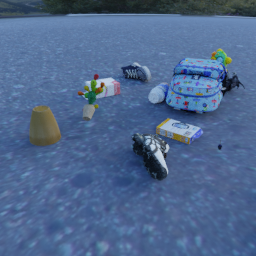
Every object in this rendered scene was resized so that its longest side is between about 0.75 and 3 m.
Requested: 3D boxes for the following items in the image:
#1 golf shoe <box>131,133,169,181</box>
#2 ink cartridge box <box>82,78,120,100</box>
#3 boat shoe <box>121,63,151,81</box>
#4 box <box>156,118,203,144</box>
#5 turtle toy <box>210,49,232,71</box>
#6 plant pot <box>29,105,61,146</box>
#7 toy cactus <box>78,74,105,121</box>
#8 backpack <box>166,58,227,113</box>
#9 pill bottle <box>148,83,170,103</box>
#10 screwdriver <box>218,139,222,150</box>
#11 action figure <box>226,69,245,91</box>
[{"bbox_3d":[0.868,0.712,8.403,1.036,0.853,2.193,-8,30,-15],"label":"golf shoe"},{"bbox_3d":[-1.387,-1.930,13.651,1.764,0.595,1.027,-15,31,-26],"label":"ink cartridge box"},{"bbox_3d":[0.389,-3.024,15.653,1.061,0.854,2.288,-19,27,-14],"label":"boat shoe"},{"bbox_3d":[1.888,0.122,10.101,1.520,0.315,0.905,21,34,30],"label":"box"},{"bbox_3d":[4.421,-3.170,13.983,0.768,1.519,1.107,-6,46,-19],"label":"turtle toy"},{"bbox_3d":[-2.920,-0.151,9.690,1.087,1.167,1.087,1,27,0],"label":"plant pot"},{"bbox_3d":[-1.497,-1.032,10.768,0.974,1.904,1.571,18,56,-14],"label":"toy cactus"},{"bbox_3d":[2.918,-1.788,12.112,2.471,1.821,2.707,13,32,22],"label":"backpack"},{"bbox_3d":[1.451,-1.584,12.885,0.706,0.706,1.261,16,33,27],"label":"pill bottle"},{"bbox_3d":[2.880,0.491,8.689,0.140,0.965,0.135,-26,64,1],"label":"screwdriver"},{"bbox_3d":[4.563,-2.567,14.118,2.644,1.349,1.572,9,18,20],"label":"action figure"}]
